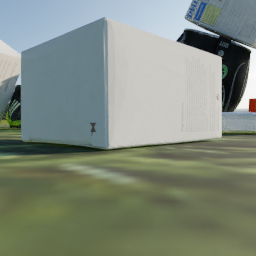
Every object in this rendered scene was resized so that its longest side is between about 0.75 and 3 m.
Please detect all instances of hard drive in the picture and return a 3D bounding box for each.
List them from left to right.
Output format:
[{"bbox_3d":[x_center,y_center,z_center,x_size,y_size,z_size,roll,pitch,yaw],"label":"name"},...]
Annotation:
[{"bbox_3d":[0.815,-0.078,4.289,2.179,0.286,1.437,1,1,11],"label":"hard drive"}]

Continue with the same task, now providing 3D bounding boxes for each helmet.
[{"bbox_3d":[1.911,-1.187,7.523,2.535,2.417,2.535,18,16,-6],"label":"helmet"}]

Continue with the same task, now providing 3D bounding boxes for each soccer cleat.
[{"bbox_3d":[-2.530,-0.567,7.080,0.964,1.157,2.856,-1,1,-35],"label":"soccer cleat"}]

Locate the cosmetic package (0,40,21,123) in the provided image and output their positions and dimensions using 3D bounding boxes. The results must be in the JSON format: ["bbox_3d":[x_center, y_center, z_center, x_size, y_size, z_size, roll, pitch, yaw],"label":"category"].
[{"bbox_3d":[-4.220,-1.344,6.394,2.055,2.067,2.470,36,16,23],"label":"cosmetic package"}]

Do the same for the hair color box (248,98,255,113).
[{"bbox_3d":[3.791,-0.311,5.629,1.156,0.698,2.278,0,0,-41],"label":"hair color box"}]

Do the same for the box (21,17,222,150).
[{"bbox_3d":[-0.008,-0.230,2.087,0.939,0.656,1.233,1,1,44],"label":"box"}]

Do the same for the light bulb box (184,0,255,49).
[{"bbox_3d":[2.941,-3.217,6.851,1.343,2.134,2.153,3,30,-44],"label":"light bulb box"}]
